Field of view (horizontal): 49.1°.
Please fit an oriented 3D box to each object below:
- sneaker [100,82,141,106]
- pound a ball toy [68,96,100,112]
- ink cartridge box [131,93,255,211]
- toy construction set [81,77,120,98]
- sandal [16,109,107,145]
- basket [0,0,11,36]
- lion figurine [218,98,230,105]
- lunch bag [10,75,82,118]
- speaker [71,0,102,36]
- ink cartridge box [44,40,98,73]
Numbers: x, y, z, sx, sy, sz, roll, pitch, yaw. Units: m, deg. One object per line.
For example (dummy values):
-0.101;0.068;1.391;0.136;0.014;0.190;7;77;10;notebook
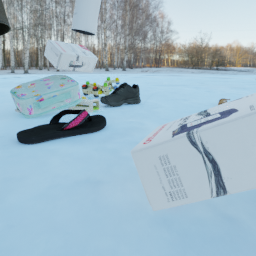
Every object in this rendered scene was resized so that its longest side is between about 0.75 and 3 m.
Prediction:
-0.339;-1.523;12.569;2.241;1.017;0.851;-14;21;-43;sneaker
-1.777;-1.015;11.335;1.365;0.580;0.890;7;15;26;pound a ball toy
1.296;0.213;3.859;2.117;0.893;1.532;-20;5;23;ink cartridge box
-1.685;-2.267;15.591;2.312;1.065;1.516;0;35;35;toy construction set
-1.623;-0.161;7.582;1.048;0.629;2.790;11;17;40;sandal
-3.706;-3.206;6.328;1.851;2.053;1.397;-6;4;12;basket
4.166;-1.113;12.350;0.544;0.322;0.888;4;16;38;lion figurine
-3.044;-1.179;10.427;2.395;0.923;1.921;-23;35;-27;lunch bag
-1.110;-3.591;7.913;0.741;1.824;0.741;11;8;-2;speaker
-2.192;-2.743;10.771;1.640;0.695;1.194;-2;38;-44;ink cartridge box
